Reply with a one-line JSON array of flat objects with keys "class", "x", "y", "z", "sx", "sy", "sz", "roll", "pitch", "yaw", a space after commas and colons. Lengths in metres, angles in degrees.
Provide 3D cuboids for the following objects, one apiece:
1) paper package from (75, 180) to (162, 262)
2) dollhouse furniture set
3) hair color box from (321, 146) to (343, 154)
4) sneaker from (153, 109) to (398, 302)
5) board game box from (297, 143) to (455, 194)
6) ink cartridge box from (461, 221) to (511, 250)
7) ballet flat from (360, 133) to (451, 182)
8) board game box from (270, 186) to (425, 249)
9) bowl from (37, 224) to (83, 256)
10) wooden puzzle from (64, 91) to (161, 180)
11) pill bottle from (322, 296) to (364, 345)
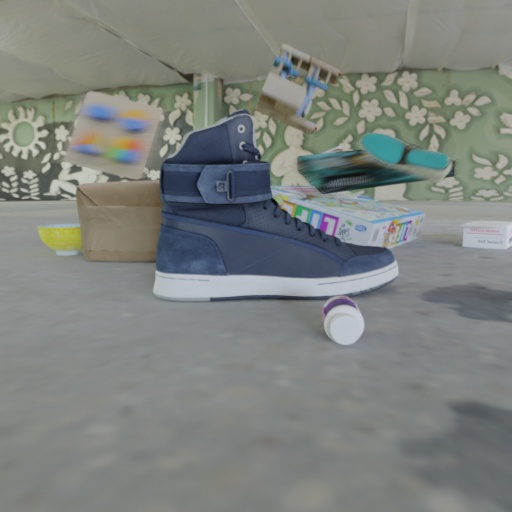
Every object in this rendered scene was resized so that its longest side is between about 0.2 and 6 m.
[{"class": "paper package", "x": -1.869, "y": -0.819, "z": 11.831, "sx": 2.898, "sy": 1.573, "sz": 3.040, "roll": 1, "pitch": 8, "yaw": 5}, {"class": "dollhouse furniture set", "x": 1.016, "y": -3.817, "z": 12.485, "sx": 1.514, "sy": 1.523, "sz": 2.161, "roll": 23, "pitch": 3, "yaw": -5}, {"class": "hair color box", "x": 1.759, "y": -2.344, "z": 14.372, "sx": 1.083, "sy": 0.541, "sz": 0.328, "roll": -22, "pitch": -16, "yaw": 5}, {"class": "sneaker", "x": 0.362, "y": -0.684, "z": 7.537, "sx": 3.427, "sy": 2.476, "sz": 1.303, "roll": 0, "pitch": 5, "yaw": -14}, {"class": "board game box", "x": 2.599, "y": -2.010, "z": 12.614, "sx": 2.972, "sy": 0.418, "sz": 2.010, "roll": -8, "pitch": 23, "yaw": -8}, {"class": "ink cartridge box", "x": 5.476, "y": -0.496, "z": 13.197, "sx": 0.992, "sy": 0.570, "sz": 1.693, "roll": 5, "pitch": 9, "yaw": 34}, {"class": "ballet flat", "x": 2.557, "y": -1.673, "z": 9.731, "sx": 1.598, "sy": 0.555, "sz": 0.555, "roll": 24, "pitch": 15, "yaw": 18}, {"class": "board game box", "x": 2.114, "y": -0.992, "z": 13.639, "sx": 2.915, "sy": 0.742, "sz": 4.336, "roll": 21, "pitch": 16, "yaw": 27}, {"class": "bowl", "x": -3.975, "y": -0.337, "z": 11.802, "sx": 1.154, "sy": 0.621, "sz": 1.154, "roll": -1, "pitch": 7, "yaw": 0}, {"class": "wooden puzzle", "x": -3.212, "y": -2.772, "z": 12.557, "sx": 1.753, "sy": 1.893, "sz": 0.438, "roll": 14, "pitch": -17, "yaw": 0}, {"class": "pill bottle", "x": 0.831, "y": 0.627, "z": 5.371, "sx": 0.372, "sy": 0.372, "sz": 0.668, "roll": 1, "pitch": 8, "yaw": 4}]
